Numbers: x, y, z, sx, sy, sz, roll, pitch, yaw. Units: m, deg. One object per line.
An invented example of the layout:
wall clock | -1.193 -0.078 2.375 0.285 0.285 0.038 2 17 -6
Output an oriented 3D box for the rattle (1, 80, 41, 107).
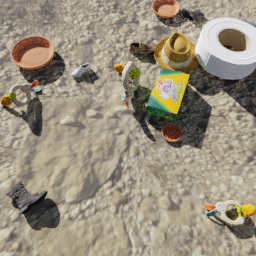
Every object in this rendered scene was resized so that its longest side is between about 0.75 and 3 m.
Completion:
rattle | -4.474 -1.417 11.781 0.933 1.023 1.432 41 47 -14

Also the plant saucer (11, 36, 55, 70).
plant saucer | -4.304 -3.383 12.760 1.949 0.365 1.949 0 61 -1

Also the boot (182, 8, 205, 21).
boot | 3.290 -5.816 14.143 0.828 0.329 0.951 -31 70 -21

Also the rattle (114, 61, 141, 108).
rattle | -0.298 -1.828 11.688 1.338 1.219 1.873 14 81 14

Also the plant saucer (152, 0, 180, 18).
plant saucer | 1.914 -6.100 14.286 1.423 0.266 1.423 0 61 1

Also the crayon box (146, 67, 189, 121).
crayon box | 1.651 -1.409 11.537 1.246 0.611 2.098 17 63 9

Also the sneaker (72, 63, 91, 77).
sneaker | -2.078 -2.585 12.338 0.952 0.337 0.348 -35 67 -17

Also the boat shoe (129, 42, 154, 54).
boat shoe | 0.614 -3.717 12.903 1.170 0.420 0.443 -2 62 -1

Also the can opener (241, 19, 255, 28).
can opener | 6.037 -4.734 13.463 1.527 0.407 0.511 29 72 18

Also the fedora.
fedora | 2.232 -3.544 12.540 2.216 0.904 2.216 0 61 0

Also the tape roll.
tape roll | 4.484 -3.533 12.381 2.868 1.003 2.868 2 61 -4

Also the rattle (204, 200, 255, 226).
rattle | 3.282 2.711 9.170 1.332 0.951 0.867 19 82 4

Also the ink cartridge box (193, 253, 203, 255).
ink cartridge box | 2.285 5.113 7.911 1.368 0.782 2.636 11 62 6

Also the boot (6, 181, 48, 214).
boot | -3.506 2.251 9.680 1.191 0.412 1.037 -36 68 -15

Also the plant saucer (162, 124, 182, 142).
plant saucer | 1.708 0.194 10.957 0.781 0.126 0.781 0 62 -1
